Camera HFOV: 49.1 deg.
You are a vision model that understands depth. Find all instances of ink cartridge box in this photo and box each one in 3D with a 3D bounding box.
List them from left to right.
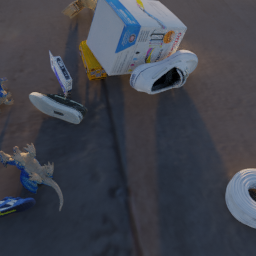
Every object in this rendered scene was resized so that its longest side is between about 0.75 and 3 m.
[{"bbox_3d":[-2.129,-1.749,8.907,0.255,1.164,1.175,-26,82,-17],"label":"ink cartridge box"},{"bbox_3d":[0.257,-3.082,9.410,2.506,1.845,1.813,-12,54,-34],"label":"ink cartridge box"}]

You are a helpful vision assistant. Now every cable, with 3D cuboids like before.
[{"bbox_3d":[3.077,1.644,6.602,1.448,0.501,1.448,28,54,23],"label":"cable"}]

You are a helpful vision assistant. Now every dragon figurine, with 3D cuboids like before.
[{"bbox_3d":[-4.311,-0.877,8.818,0.936,0.554,1.884,21,51,18],"label":"dragon figurine"},{"bbox_3d":[-2.297,1.134,6.939,2.288,1.137,0.673,41,56,8],"label":"dragon figurine"}]

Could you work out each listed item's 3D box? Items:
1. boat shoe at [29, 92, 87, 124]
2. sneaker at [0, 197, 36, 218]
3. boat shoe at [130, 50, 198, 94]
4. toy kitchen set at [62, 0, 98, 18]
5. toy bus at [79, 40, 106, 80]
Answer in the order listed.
[{"bbox_3d":[-2.149,-0.708,8.652,1.857,0.657,0.591,23,52,10],"label":"boat shoe"},{"bbox_3d":[-2.698,1.775,6.590,0.995,0.368,0.409,-11,47,-11],"label":"sneaker"},{"bbox_3d":[1.429,-1.696,9.044,2.954,1.087,0.965,-29,49,-31],"label":"boat shoe"},{"bbox_3d":[-1.843,-4.913,12.374,1.725,1.556,1.407,-15,30,43],"label":"toy kitchen set"},{"bbox_3d":[-1.309,-2.526,10.106,0.627,0.754,1.925,-13,54,-11],"label":"toy bus"}]
